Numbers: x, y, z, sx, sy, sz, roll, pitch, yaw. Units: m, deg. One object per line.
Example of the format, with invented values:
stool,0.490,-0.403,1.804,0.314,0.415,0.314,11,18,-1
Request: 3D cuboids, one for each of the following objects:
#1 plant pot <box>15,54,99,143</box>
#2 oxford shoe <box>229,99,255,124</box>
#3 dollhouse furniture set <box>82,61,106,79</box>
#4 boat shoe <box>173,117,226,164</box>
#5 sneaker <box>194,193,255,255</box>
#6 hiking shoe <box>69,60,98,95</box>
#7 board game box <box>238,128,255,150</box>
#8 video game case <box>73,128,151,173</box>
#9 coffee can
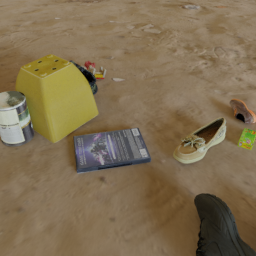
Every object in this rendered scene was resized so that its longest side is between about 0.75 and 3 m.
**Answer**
plant pot,-2.789,-1.322,10.440,2.280,2.347,2.295,28,50,32
oxford shoe,4.475,-0.693,11.253,0.535,0.523,1.467,-16,40,-12
dollhouse furniture set,-2.623,-2.656,13.634,2.683,1.091,1.444,-4,33,-35
boat shoe,2.480,0.369,9.608,2.469,0.774,0.905,-30,47,-34
sneaker,2.047,2.620,6.553,1.190,0.996,2.622,-15,36,-5
hiking shoe,-1.759,-1.894,11.758,1.103,2.191,0.830,30,84,30
board game box,4.294,0.381,10.057,0.469,0.220,0.923,19,41,23
video game case,-0.603,0.706,9.635,2.423,0.230,1.731,-8,38,-9
coffee can,-4.042,-0.321,9.835,1.169,1.598,1.169,0,37,0
